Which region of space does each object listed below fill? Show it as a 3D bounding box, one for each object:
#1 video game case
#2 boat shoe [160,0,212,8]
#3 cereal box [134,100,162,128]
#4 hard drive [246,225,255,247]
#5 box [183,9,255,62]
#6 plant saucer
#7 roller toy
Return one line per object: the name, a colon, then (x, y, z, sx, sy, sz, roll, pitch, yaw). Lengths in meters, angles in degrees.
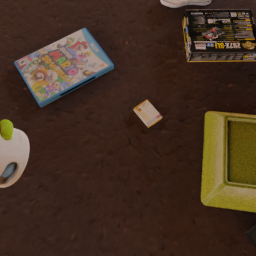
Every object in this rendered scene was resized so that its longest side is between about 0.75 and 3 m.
video game case: (-2.128, -2.096, 9.347, 2.730, 0.243, 1.953, -31, 69, -13)
boat shoe: (2.195, -4.958, 10.355, 1.969, 0.688, 0.698, 0, 67, 0)
cereal box: (0.612, -0.451, 8.689, 0.549, 0.151, 0.764, -33, 72, -15)
hard drive: (3.944, 2.760, 7.256, 1.437, 0.236, 1.003, -30, 70, -12)
box: (3.171, -3.200, 9.664, 2.372, 0.585, 1.894, -1, 68, 0)
plant saucer: (3.596, 0.790, 7.682, 2.926, 0.702, 2.930, 6, 66, 9)
roller toy: (-3.436, 0.705, 7.361, 1.757, 1.228, 1.603, -10, 65, 38)
